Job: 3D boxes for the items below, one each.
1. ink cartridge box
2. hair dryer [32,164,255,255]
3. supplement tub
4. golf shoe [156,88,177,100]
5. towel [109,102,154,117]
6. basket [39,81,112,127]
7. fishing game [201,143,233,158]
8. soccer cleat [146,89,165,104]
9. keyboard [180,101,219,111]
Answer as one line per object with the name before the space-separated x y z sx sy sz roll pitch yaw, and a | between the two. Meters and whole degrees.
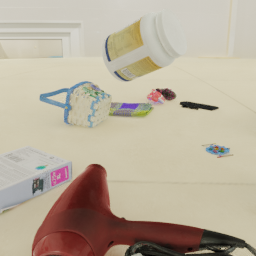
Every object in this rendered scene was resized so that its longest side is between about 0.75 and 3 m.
ink cartridge box | -2.407 0.982 5.080 1.451 0.510 2.432 13 18 35
hair dryer | 0.018 1.413 3.462 2.273 0.811 2.984 -4 30 -36
supplement tub | 0.488 -2.492 8.626 2.260 1.632 1.632 -15 6 37
golf shoe | 1.947 -1.690 13.506 0.687 0.541 1.491 -9 20 -27
towel | -0.247 -0.780 11.076 2.312 0.263 1.660 5 17 16
basket | -1.682 -0.900 9.494 2.039 1.418 1.798 15 22 13
fishing game | 2.293 0.531 7.139 0.606 0.132 0.847 -6 18 -9
soccer cleat | 1.271 -1.399 12.807 0.655 0.572 1.714 39 6 -7
keyboard | 2.881 -0.942 11.777 1.027 0.167 1.617 -16 23 -42
